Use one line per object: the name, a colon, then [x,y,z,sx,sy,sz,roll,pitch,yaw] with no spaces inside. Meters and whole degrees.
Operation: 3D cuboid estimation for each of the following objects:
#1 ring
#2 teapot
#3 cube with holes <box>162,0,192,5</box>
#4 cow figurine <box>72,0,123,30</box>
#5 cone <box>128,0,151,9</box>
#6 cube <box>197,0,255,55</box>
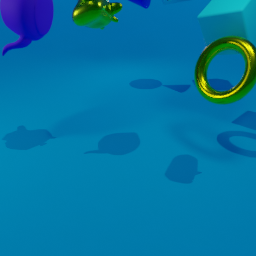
ring: [2.105,-1.250,6.086,0.299,1.495,1.495,5,19,-44]
teapot: [-1.981,-2.206,5.326,0.878,1.793,1.115,11,1,4]
cube with holes: [1.537,-4.750,8.882,1.062,1.062,1.062,-10,51,-3]
cow figurine: [-0.634,-2.158,4.052,0.728,1.305,1.326,-13,63,33]
cone: [0.133,-4.259,8.920,0.935,0.932,0.932,6,29,26]
cube: [2.502,-2.500,6.651,1.092,1.092,1.092,11,53,45]
